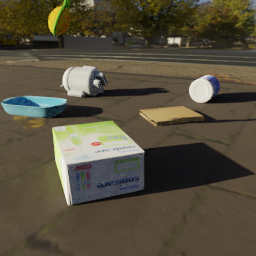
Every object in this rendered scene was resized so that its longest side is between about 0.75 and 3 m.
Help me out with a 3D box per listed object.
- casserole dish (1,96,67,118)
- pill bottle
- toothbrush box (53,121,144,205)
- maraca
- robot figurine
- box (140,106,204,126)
[{"bbox_3d":[-3.052,-0.699,9.232,2.198,0.426,1.331,5,20,17],"label":"casserole dish"},{"bbox_3d":[3.104,-1.586,11.061,0.921,0.921,1.644,11,21,28],"label":"pill bottle"},{"bbox_3d":[-0.621,0.517,5.146,1.288,0.761,1.769,-7,21,-18],"label":"toothbrush box"},{"bbox_3d":[-1.774,-2.964,7.480,0.555,1.038,0.712,23,-3,-11],"label":"maraca"},{"bbox_3d":[-1.899,-1.984,11.854,2.005,1.132,1.701,8,54,22],"label":"robot figurine"},{"bbox_3d":[1.328,-0.395,8.721,1.589,0.169,1.299,-6,20,-18],"label":"box"}]
